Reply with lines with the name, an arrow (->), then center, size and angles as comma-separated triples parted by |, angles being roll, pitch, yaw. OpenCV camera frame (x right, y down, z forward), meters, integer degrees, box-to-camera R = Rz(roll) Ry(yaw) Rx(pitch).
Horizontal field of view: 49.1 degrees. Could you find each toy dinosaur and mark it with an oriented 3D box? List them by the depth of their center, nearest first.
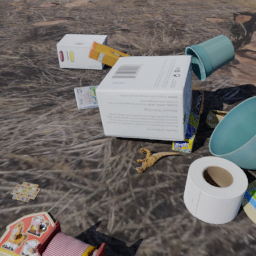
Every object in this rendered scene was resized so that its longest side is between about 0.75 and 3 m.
toy dinosaur -> 0.835, 1.031, 9.640 | 1.616, 0.488, 0.859 | -29, 66, -23

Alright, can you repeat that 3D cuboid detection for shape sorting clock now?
shape sorting clock -> 4.193, 2.202, 8.011 | 1.782, 0.350, 1.782 | -1, 41, 1

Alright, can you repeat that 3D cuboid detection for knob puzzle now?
knob puzzle -> -2.573, 2.770, 7.358 | 1.621, 0.225, 1.621 | 0, 36, 0

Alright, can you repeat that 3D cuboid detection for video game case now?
video game case -> -1.611, -1.483, 13.147 | 1.628, 0.196, 1.786 | -8, 36, -11

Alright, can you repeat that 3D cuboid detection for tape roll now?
tape roll -> 2.458, 1.745, 8.003 | 1.603, 1.101, 1.603 | 0, 36, 0

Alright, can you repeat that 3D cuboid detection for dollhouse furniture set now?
dollhouse furniture set -> -1.598, 3.437, 5.754 | 1.384, 1.046, 2.572 | 15, 39, 19

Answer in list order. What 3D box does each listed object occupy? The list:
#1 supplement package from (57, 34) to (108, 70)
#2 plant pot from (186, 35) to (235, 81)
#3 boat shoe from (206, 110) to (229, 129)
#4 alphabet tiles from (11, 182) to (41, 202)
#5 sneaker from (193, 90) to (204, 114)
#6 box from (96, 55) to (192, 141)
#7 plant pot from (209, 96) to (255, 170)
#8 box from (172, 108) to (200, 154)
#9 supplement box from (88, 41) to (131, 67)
supplement package -> -2.530, -4.395, 16.078 | 2.469, 1.369, 1.923 | 3, 36, 6
plant pot -> 3.137, -2.720, 10.554 | 1.390, 1.419, 1.419 | -28, 40, 0
boat shoe -> 4.249, -0.377, 11.111 | 2.160, 0.823, 0.774 | 1, 36, 1
alphabet tiles -> -3.148, 1.957, 8.625 | 0.805, 0.025, 0.670 | 9, 37, 11
sneaker -> 2.766, -1.046, 10.972 | 0.372, 0.377, 0.964 | 6, 74, 15
box -> 0.778, -1.227, 10.440 | 2.990, 1.955, 2.975 | 3, 36, 17
plant pot -> 4.145, 0.398, 9.138 | 1.645, 2.442, 2.442 | 38, 38, -10
box -> 2.260, 0.026, 10.697 | 0.735, 0.675, 2.099 | 11, 39, 15
supplement box -> -0.826, -3.226, 12.662 | 1.826, 0.628, 0.607 | 18, 49, -13
